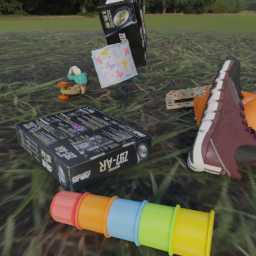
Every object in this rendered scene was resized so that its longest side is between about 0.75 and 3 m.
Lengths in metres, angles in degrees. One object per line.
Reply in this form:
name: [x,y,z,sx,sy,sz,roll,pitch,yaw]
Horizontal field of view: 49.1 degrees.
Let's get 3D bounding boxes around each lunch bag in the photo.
lunch bag: [-0.313,-1.205,5.323,0.531,0.708,0.835,-4,21,43]

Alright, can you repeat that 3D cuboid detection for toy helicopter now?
toy helicopter: [-2.077,-1.576,11.225,1.043,0.622,1.577,1,17,7]

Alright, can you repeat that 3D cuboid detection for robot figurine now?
robot figurine: [2.758,-0.256,7.230,1.740,1.411,2.419,13,12,-36]

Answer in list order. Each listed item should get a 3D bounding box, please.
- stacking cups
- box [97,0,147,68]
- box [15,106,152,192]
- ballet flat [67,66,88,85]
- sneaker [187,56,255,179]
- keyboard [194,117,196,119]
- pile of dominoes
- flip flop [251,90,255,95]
stacking cups: [0.018,1.411,4.367,2.508,0.759,0.759,6,24,22]
box: [-0.074,-3.494,9.419,1.109,2.109,2.575,-7,38,11]
box: [-1.148,0.296,6.903,2.227,0.605,2.780,-19,30,-37]
ballet flat: [-2.421,-2.567,13.279,0.664,0.694,1.972,-18,28,-22]
sneaker: [2.473,-0.159,6.230,1.610,2.787,1.054,19,-10,14]
keyboard: [2.850,-0.450,9.265,1.530,0.082,0.431,-17,29,-34]
pile of dominoes: [2.670,-1.382,10.466,2.618,0.417,2.040,-7,23,7]
flip flop: [4.422,-1.073,9.778,2.662,0.766,1.079,15,24,36]
